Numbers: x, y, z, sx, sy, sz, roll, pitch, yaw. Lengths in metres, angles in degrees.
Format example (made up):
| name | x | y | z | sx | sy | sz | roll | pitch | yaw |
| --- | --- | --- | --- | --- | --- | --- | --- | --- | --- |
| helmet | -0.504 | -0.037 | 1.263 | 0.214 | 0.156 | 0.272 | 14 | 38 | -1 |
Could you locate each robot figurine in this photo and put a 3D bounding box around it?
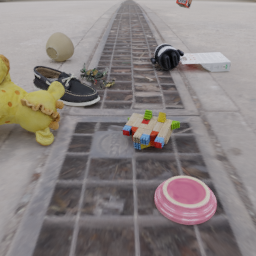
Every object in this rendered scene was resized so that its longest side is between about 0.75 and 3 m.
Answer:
| name | x | y | z | sx | sy | sz | roll | pitch | yaw |
| --- | --- | --- | --- | --- | --- | --- | --- | --- | --- |
| robot figurine | 1.723 | -3.124 | 12.341 | 1.189 | 0.988 | 1.583 | 18 | 24 | -18 |

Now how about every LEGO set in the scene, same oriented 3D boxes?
| name | x | y | z | sx | sy | sz | roll | pitch | yaw |
| --- | --- | --- | --- | --- | --- | --- | --- | --- | --- |
| LEGO set | -1.251 | -1.923 | 10.850 | 1.176 | 0.513 | 1.811 | -11 | 44 | -14 |

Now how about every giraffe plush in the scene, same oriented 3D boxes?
| name | x | y | z | sx | sy | sz | roll | pitch | yaw |
| --- | --- | --- | --- | --- | --- | --- | --- | --- | --- |
| giraffe plush | -2.753 | -0.599 | 7.080 | 2.089 | 2.223 | 2.577 | 13 | 14 | -22 |

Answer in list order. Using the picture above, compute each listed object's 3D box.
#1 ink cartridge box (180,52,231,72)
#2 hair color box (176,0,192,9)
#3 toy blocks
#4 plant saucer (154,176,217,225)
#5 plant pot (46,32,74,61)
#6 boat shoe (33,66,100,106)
| name | x | y | z | sx | sy | sz | roll | pitch | yaw |
| --- | --- | --- | --- | --- | --- | --- | --- | --- | --- |
| ink cartridge box | 3.339 | -2.954 | 12.592 | 2.051 | 0.514 | 1.651 | -4 | 29 | 3 |
| hair color box | 1.529 | -3.583 | 7.032 | 0.303 | 0.990 | 0.502 | 21 | 19 | 17 |
| toy blocks | 0.455 | 0.128 | 6.941 | 1.422 | 0.711 | 0.972 | 12 | 42 | 21 |
| plant saucer | 1.064 | 1.256 | 5.180 | 1.138 | 0.288 | 1.138 | 0 | 30 | 0 |
| plant pot | -3.307 | -3.655 | 13.043 | 1.319 | 1.319 | 0.886 | 11 | 41 | 18 |
| boat shoe | -2.164 | -1.484 | 9.478 | 2.875 | 0.867 | 1.062 | 22 | 36 | 33 |
